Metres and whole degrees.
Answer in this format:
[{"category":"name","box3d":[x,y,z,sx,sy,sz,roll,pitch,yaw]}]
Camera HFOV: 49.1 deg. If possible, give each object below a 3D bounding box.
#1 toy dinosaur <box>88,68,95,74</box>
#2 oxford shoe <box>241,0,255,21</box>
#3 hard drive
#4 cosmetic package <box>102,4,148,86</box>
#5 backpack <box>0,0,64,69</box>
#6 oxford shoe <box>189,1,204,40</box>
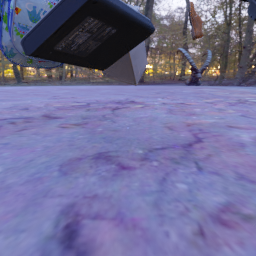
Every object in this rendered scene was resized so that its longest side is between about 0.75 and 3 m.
[{"category":"toy dinosaur","box3d":[-1.464,-2.045,7.198,1.691,0.492,0.855,28,33,-3]},{"category":"oxford shoe","box3d":[2.422,-2.665,4.841,0.919,1.068,2.529,2,39,-4]},{"category":"hard drive","box3d":[-0.491,-1.414,4.310,1.295,0.305,1.856,-31,-11,27]},{"category":"cosmetic package","box3d":[-0.205,-1.906,6.522,1.032,0.872,1.933,18,-23,19]},{"category":"backpack","box3d":[-2.708,-3.204,8.646,2.606,2.848,2.093,2,45,-30]},{"category":"oxford shoe","box3d":[2.163,-3.444,8.912,0.426,1.196,0.427,-11,12,14]}]
